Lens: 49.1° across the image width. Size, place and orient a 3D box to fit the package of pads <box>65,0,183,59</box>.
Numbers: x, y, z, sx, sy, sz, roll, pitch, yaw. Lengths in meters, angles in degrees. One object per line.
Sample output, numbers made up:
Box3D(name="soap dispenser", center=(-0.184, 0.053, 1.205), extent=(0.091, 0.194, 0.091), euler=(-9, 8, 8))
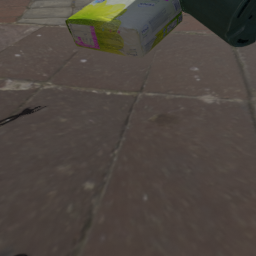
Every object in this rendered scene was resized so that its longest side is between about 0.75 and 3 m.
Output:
Box3D(name="package of pads", center=(-0.098, -1.741, 4.575), extent=(1.585, 0.541, 1.225), euler=(20, 55, 34))

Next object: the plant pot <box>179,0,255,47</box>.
Box3D(name="plant pot", center=(1.574, -2.250, 4.394), extent=(1.670, 1.670, 1.635), euler=(-17, 58, -22))
